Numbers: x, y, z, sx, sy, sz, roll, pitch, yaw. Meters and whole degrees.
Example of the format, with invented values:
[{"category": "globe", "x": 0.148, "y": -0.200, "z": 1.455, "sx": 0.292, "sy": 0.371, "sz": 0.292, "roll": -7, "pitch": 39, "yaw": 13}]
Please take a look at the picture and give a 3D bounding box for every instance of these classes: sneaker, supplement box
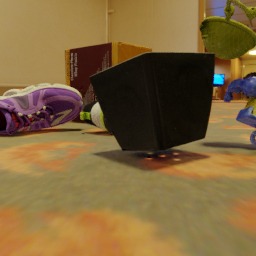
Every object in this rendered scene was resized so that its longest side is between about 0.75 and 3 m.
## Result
[{"category": "sneaker", "x": 0.013, "y": -0.535, "z": 7.041, "sx": 1.237, "sy": 1.071, "sz": 2.987, "roll": 6, "pitch": 9, "yaw": 33}, {"category": "supplement box", "x": -0.626, "y": -1.293, "z": 8.565, "sx": 2.273, "sy": 2.241, "sz": 1.509, "roll": 6, "pitch": 9, "yaw": 40}, {"category": "sneaker", "x": -2.291, "y": -0.243, "z": 6.158, "sx": 2.795, "sy": 1.127, "sz": 1.166, "roll": -12, "pitch": 26, "yaw": -24}]

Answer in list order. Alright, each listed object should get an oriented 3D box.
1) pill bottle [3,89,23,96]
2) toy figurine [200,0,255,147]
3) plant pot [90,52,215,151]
[{"category": "pill bottle", "x": -2.872, "y": -0.709, "z": 8.360, "sx": 0.937, "sy": 0.937, "sz": 1.659, "roll": 2, "pitch": 10, "yaw": 17}, {"category": "toy figurine", "x": 2.153, "y": -0.516, "z": 4.249, "sx": 2.696, "sy": 1.615, "sz": 1.422, "roll": 23, "pitch": 2, "yaw": -2}, {"category": "plant pot", "x": 0.393, "y": -0.308, "z": 3.818, "sx": 1.262, "sy": 1.120, "sz": 1.259, "roll": -12, "pitch": 4, "yaw": -37}]
